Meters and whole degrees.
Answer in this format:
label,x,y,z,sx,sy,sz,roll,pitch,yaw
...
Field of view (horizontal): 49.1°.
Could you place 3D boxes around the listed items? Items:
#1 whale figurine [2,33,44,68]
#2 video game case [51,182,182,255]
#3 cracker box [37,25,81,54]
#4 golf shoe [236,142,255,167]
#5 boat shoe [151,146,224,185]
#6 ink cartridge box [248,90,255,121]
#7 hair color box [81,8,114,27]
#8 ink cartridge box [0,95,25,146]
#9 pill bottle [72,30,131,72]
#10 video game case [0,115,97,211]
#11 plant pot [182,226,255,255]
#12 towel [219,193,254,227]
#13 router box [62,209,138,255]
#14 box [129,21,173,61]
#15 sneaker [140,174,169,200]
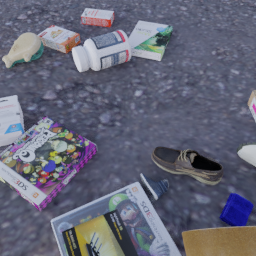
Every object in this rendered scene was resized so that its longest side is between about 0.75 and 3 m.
label,x,y,z,sx,sy,sz,roll,pitch,yaw
whale figurine,-4.958,-3.577,13.402,2.048,1.062,1.629,-40,62,-1
video game case,-0.387,3.194,7.963,2.949,0.344,2.681,-21,53,-17
cracker box,-3.531,-4.583,14.383,1.809,0.522,1.212,23,54,19
golf shoe,4.805,1.309,9.165,2.601,1.004,1.146,23,60,19
boat shoe,2.001,1.060,9.290,2.437,0.893,0.908,17,50,7
ink cartridge box,5.884,-0.483,10.734,1.808,0.824,2.195,-2,50,0
hair color box,-1.688,-6.204,15.749,1.664,0.532,0.923,10,51,7
ink cartridge box,-4.622,-0.296,10.694,1.125,0.648,1.942,-13,51,-11
pill bottle,-1.217,-3.454,12.817,2.439,1.458,1.458,-21,53,-17
video game case,-2.909,1.043,9.669,2.540,0.502,2.803,29,56,22
plant pot,2.683,3.807,6.217,2.704,2.704,2.901,0,64,0
towel,3.337,2.537,8.571,0.761,0.255,1.030,28,55,21
router box,-0.616,3.378,7.224,1.636,0.543,2.081,-19,53,-16
box,1.082,-4.533,14.367,1.933,0.487,2.679,13,52,12
sneaker,0.893,1.758,9.109,0.702,0.369,0.971,-32,66,-11
